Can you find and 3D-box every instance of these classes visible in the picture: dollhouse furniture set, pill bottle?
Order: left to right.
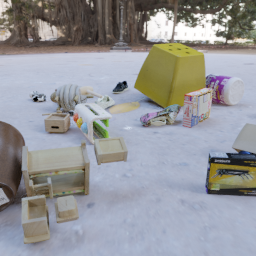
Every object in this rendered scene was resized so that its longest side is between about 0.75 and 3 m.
[{"bbox_3d":[-1.058,1.452,6.248,2.337,1.299,2.067,-5,41,-15],"label":"dollhouse furniture set"},{"bbox_3d":[4.952,-2.232,15.639,1.484,1.484,2.644,-12,22,-31],"label":"pill bottle"}]

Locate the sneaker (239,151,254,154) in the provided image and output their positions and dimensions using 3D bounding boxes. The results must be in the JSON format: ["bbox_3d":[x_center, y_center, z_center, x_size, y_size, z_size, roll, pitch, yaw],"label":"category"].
[{"bbox_3d":[3.774,1.054,7.929,0.566,0.509,1.453,2,20,-23],"label":"sneaker"}]

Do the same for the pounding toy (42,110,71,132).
[{"bbox_3d":[-2.938,-0.270,11.405,1.147,0.597,1.306,2,20,4],"label":"pounding toy"}]

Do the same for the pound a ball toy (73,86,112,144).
[{"bbox_3d":[-1.504,-0.573,10.715,1.064,1.633,2.505,-8,22,-23],"label":"pound a ball toy"}]

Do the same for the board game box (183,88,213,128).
[{"bbox_3d":[3.023,-0.904,12.060,0.418,1.369,1.807,16,24,38],"label":"board game box"}]

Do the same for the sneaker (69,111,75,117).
[{"bbox_3d":[-2.277,-0.672,13.002,0.921,0.346,0.373,8,13,21],"label":"sneaker"}]

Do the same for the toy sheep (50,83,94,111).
[{"bbox_3d":[-2.755,-1.489,13.745,2.184,1.506,1.506,4,20,6],"label":"toy sheep"}]

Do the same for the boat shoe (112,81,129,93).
[{"bbox_3d":[-0.479,-2.702,18.216,0.723,0.642,1.935,10,22,26],"label":"boat shoe"}]

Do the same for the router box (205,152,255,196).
[{"bbox_3d":[2.593,1.130,6.836,1.283,1.009,0.335,1,20,4],"label":"router box"}]

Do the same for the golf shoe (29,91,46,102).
[{"bbox_3d":[-5.247,-1.776,15.814,1.329,0.517,0.628,12,23,33],"label":"golf shoe"}]

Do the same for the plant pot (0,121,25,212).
[{"bbox_3d":[-3.193,1.013,6.531,1.762,1.762,1.885,-9,34,-24],"label":"plant pot"}]

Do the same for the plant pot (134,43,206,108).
[{"bbox_3d":[2.453,-2.990,15.062,2.929,2.583,2.929,-15,40,-34],"label":"plant pot"}]

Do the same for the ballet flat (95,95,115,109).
[{"bbox_3d":[-1.196,-1.357,14.439,0.708,0.708,1.973,7,20,18],"label":"ballet flat"}]

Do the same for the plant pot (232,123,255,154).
[{"bbox_3d":[3.893,0.397,8.539,0.997,0.883,0.996,16,-5,36],"label":"plant pot"}]

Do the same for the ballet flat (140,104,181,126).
[{"bbox_3d":[1.508,-0.434,11.933,2.039,0.705,0.725,-15,47,-21],"label":"ballet flat"}]
